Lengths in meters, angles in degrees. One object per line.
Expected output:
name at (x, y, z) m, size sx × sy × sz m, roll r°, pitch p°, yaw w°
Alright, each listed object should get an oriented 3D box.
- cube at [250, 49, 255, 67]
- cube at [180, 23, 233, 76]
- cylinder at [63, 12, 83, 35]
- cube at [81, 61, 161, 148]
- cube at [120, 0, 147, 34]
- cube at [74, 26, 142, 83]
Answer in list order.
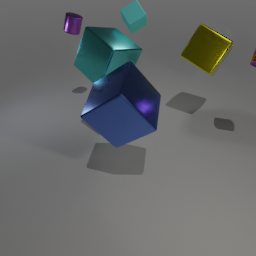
cube at (4.376, -2.236, 8.690) m, size 0.700 × 0.700 × 0.700 m, roll 23°, pitch -7°, yaw -4°
cube at (3.130, -3.033, 11.059) m, size 1.400 × 1.400 × 1.400 m, roll 37°, pitch 19°, yaw 13°
cylinder at (-2.273, -4.302, 11.551) m, size 0.700 × 0.700 × 0.700 m, roll 14°, pitch 32°, yaw -9°
cube at (-0.134, -0.586, 7.348) m, size 1.400 × 1.400 × 1.400 m, roll -25°, pitch 36°, yaw 34°
cube at (0.222, -4.026, 10.191) m, size 0.700 × 0.700 × 0.700 m, roll -31°, pitch -11°, yaw 2°
cube at (-0.670, -2.317, 9.159) m, size 1.400 × 1.400 × 1.400 m, roll 44°, pitch 38°, yaw 23°
